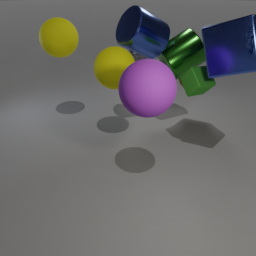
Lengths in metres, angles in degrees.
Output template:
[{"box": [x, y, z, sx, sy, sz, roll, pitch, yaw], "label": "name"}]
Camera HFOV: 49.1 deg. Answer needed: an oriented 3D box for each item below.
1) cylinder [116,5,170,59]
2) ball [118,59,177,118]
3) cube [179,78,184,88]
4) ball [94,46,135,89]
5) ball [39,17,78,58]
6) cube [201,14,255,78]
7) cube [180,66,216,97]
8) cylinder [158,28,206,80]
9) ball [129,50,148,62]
[{"box": [0.516, -3.322, 9.830, 1.400, 1.400, 1.400, 14, 16, -37], "label": "cylinder"}, {"box": [0.467, -0.950, 6.765, 1.400, 1.400, 1.400, 0, 28, 0], "label": "ball"}, {"box": [2.459, -2.087, 11.351, 0.700, 0.700, 0.700, -20, 65, 23], "label": "cube"}, {"box": [-0.438, -1.997, 9.344, 1.400, 1.400, 1.400, 0, 28, 0], "label": "ball"}, {"box": [-2.523, -3.295, 10.244, 1.400, 1.400, 1.400, 0, 28, 0], "label": "ball"}, {"box": [3.079, -2.282, 7.890, 1.400, 1.400, 1.400, -2, 15, 39], "label": "cube"}, {"box": [2.237, -1.501, 8.994, 0.700, 0.700, 0.700, -12, 74, -27], "label": "cube"}, {"box": [1.995, -2.739, 10.480, 1.400, 1.400, 1.400, -33, 31, 3], "label": "cylinder"}, {"box": [0.726, -3.959, 14.729, 1.400, 1.400, 1.400, 0, 28, 0], "label": "ball"}]
